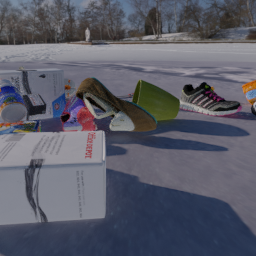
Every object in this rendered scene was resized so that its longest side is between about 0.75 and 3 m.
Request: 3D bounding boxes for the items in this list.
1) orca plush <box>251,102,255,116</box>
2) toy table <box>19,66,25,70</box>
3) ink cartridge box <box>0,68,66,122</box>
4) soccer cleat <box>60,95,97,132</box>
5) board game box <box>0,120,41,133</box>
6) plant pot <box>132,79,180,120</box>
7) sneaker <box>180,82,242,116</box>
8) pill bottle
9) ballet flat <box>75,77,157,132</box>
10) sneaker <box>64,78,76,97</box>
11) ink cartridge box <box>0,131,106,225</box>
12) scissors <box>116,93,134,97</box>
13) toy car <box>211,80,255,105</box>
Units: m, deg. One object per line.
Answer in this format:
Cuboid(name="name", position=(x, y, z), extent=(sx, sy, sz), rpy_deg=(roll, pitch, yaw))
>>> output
Cuboid(name="orca plush", position=(5.112, -0.800, 9.696), extent=(2.103, 1.106, 0.747), rpy_deg=(-29, -16, -14))
Cuboid(name="toy table", position=(-3.735, -1.470, 10.759), extent=(1.825, 1.677, 1.069), rpy_deg=(-27, 6, -7))
Cuboid(name="ink cartridge box", position=(-3.265, -1.105, 9.261), extent=(2.195, 1.593, 0.919), rpy_deg=(-10, 19, -30))
Cuboid(name="soccer cleat", position=(-1.663, -0.444, 8.478), extent=(0.975, 0.850, 2.549), rpy_deg=(-8, 21, -20))
Cuboid(name="board game box", position=(-3.414, 0.248, 6.773), extent=(2.391, 0.412, 1.619), rpy_deg=(-4, 17, -12))
Cuboid(name="plant pot", position=(0.904, -0.758, 9.057), extent=(1.411, 1.320, 1.320), rpy_deg=(13, 15, -8))
Cuboid(name="sneaker", position=(2.910, -1.106, 10.195), extent=(2.446, 1.070, 0.902), rpy_deg=(16, 23, 43))
Cuboid(name="pill bottle", position=(-3.151, -0.746, 7.399), extent=(0.656, 0.656, 1.171), rpy_deg=(-11, 51, -33))
Cuboid(name="ballet flat", position=(-0.427, -0.472, 7.478), extent=(2.456, 0.833, 0.888), rpy_deg=(36, 59, 13))
Cuboid(name="sneaker", position=(-3.746, -1.720, 12.635), extent=(2.776, 1.086, 1.072), rpy_deg=(1, 4, -9))
Cuboid(name="ink cartridge box", position=(-1.425, 0.686, 4.415), extent=(2.160, 0.907, 1.571), rpy_deg=(-1, 17, -5))
Cuboid(name="scissors", position=(0.244, -1.577, 13.380), extent=(2.376, 0.165, 0.869), rpy_deg=(-13, 23, -42))
Cuboid(name="toy car", position=(4.576, -1.194, 11.785), extent=(2.617, 1.284, 0.871), rpy_deg=(-8, 53, 38))
